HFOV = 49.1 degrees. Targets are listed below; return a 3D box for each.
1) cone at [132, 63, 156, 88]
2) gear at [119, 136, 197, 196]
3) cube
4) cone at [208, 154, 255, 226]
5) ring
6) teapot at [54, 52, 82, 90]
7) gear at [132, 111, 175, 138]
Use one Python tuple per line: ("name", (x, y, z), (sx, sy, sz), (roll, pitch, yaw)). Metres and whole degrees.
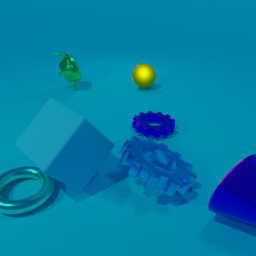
("cone", (0.528, -1.845, 10.408), (0.871, 0.871, 0.875), (-4, -3, -6))
("gear", (0.614, 0.733, 5.775), (1.597, 0.295, 1.597), (21, 22, -9))
("cube", (-1.258, 0.339, 5.707), (1.200, 1.200, 1.200), (29, 79, 38))
("cone", (2.251, 1.324, 4.544), (1.297, 1.297, 1.302), (-21, 45, -30))
("ring", (-2.124, 1.204, 5.606), (1.285, 0.257, 1.285), (1, 30, -1))
("teapot", (-2.128, -2.109, 9.991), (0.757, 1.546, 0.961), (-24, 6, 2))
("gear", (0.704, -0.123, 7.711), (1.171, 0.217, 1.171), (2, 29, -1))
